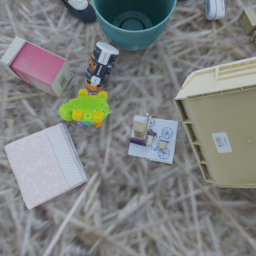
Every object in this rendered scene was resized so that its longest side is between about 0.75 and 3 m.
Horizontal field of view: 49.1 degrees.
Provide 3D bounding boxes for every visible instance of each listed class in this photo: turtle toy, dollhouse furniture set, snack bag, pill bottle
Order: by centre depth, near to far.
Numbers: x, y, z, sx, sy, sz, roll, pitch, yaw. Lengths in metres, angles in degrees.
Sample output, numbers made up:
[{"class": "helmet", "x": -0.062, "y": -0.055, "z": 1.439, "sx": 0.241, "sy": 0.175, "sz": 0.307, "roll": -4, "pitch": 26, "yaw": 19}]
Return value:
[{"class": "dollhouse furniture set", "x": 0.671, "y": -0.103, "z": 7.899, "sx": 1.097, "sy": 1.385, "sz": 0.983, "roll": 14, "pitch": 71, "yaw": 9}, {"class": "pill bottle", "x": -0.827, "y": -1.777, "z": 8.316, "sx": 0.715, "sy": 0.715, "sz": 1.346, "roll": 31, "pitch": 119, "yaw": 7}, {"class": "turtle toy", "x": -1.287, "y": -0.514, "z": 8.388, "sx": 1.593, "sy": 0.805, "sz": 1.161, "roll": 6, "pitch": 51, "yaw": 2}, {"class": "dollhouse furniture set", "x": 4.720, "y": -3.175, "z": 8.465, "sx": 1.232, "sy": 1.960, "sz": 2.216, "roll": -19, "pitch": 78, "yaw": -5}, {"class": "snack bag", "x": 0.753, "y": 0.340, "z": 8.536, "sx": 1.414, "sy": 0.151, "sz": 1.333, "roll": 8, "pitch": 76, "yaw": 5}]

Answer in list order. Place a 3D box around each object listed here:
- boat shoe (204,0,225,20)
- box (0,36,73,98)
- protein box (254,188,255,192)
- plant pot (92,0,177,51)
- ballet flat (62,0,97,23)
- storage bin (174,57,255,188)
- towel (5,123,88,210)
[{"class": "boat shoe", "x": 2.959, "y": -4.562, "z": 9.548, "sx": 0.620, "sy": 0.683, "sz": 1.856, "roll": 1, "pitch": 88, "yaw": -8}, {"class": "box", "x": -2.731, "y": -1.821, "z": 8.564, "sx": 1.740, "sy": 1.112, "sz": 0.948, "roll": 26, "pitch": 78, "yaw": 6}, {"class": "protein box", "x": 4.431, "y": 1.922, "z": 7.747, "sx": 1.334, "sy": 0.907, "sz": 1.344, "roll": -12, "pitch": 76, "yaw": -3}, {"class": "plant pot", "x": 0.150, "y": -3.483, "z": 8.553, "sx": 2.367, "sy": 1.900, "sz": 2.367, "roll": 0, "pitch": 77, "yaw": -1}, {"class": "ballet flat", "x": -1.878, "y": -4.374, "z": 9.412, "sx": 0.755, "sy": 0.755, "sz": 2.067, "roll": -42, "pitch": 80, "yaw": -9}, {"class": "storage bin", "x": 2.997, "y": -0.046, "z": 6.730, "sx": 2.885, "sy": 2.906, "sz": 1.362, "roll": -7, "pitch": 32, "yaw": 35}, {"class": "towel", "x": -2.414, "y": 1.060, "z": 8.269, "sx": 1.941, "sy": 0.328, "sz": 2.032, "roll": -25, "pitch": 77, "yaw": -6}]
